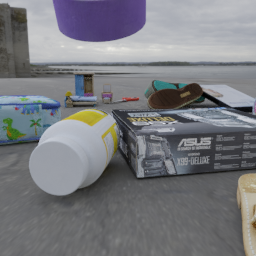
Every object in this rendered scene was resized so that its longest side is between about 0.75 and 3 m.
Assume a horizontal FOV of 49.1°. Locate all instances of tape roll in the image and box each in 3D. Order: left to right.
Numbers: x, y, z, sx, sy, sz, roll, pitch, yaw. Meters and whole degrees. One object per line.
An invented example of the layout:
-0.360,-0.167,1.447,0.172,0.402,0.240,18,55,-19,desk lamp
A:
-0.727,-3.306,7.420,2.443,1.038,2.443,-2,44,2,tape roll

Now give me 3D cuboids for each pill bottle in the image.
-0.723,0.300,4.176,0.977,0.977,1.745,2,12,9,pill bottle

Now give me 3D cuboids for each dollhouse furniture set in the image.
-1.722,-1.752,12.599,2.046,1.414,2.167,-1,13,-2,dollhouse furniture set

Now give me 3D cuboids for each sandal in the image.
1.531,0.720,2.668,0.880,0.790,2.401,2,12,9,sandal

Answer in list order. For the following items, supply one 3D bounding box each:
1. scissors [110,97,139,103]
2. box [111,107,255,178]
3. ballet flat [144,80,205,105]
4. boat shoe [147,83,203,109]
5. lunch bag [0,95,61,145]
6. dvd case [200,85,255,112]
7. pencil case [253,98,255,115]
-0.110,-1.387,13.817,0.898,0.171,2.456,6,12,16,scissors
1.255,0.130,5.492,2.905,0.723,2.291,-2,13,-12,box
2.043,-1.476,12.352,2.984,1.006,0.950,6,-30,-28,ballet flat
1.845,-1.072,11.311,2.518,0.930,0.931,-14,-20,-22,boat shoe
-2.967,-0.260,6.785,2.456,1.012,1.974,-5,10,-24,lunch bag
4.115,-1.281,11.569,1.943,0.239,2.723,-3,27,-23,dvd case
4.690,-0.594,7.548,2.830,1.284,1.176,-8,30,-29,pencil case
